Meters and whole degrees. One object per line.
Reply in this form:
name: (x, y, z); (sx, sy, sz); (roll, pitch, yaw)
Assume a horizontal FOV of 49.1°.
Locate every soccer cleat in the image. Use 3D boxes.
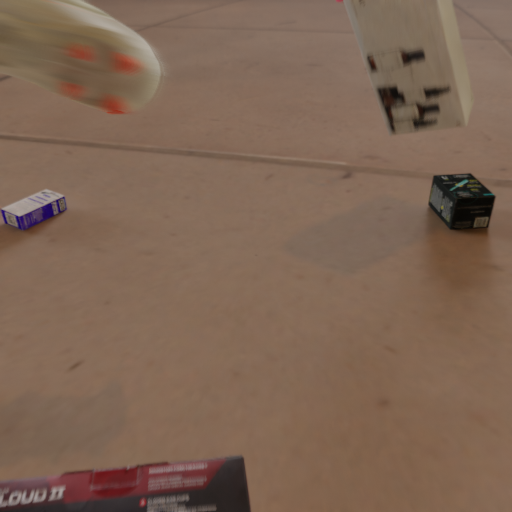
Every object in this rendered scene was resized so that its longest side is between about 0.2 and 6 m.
soccer cleat: (-2.153, -2.014, 4.781); (2.739, 0.949, 1.062); (21, 28, -20)

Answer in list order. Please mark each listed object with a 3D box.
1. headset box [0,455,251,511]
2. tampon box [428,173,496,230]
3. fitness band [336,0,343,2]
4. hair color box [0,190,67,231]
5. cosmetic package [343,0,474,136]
headset box: (-0.918, 2.524, 3.587); (1.981, 1.000, 2.666); (-4, 32, -7)
tampon box: (3.492, -0.942, 9.578); (0.714, 0.601, 0.953); (-4, 32, -6)
fitness band: (1.785, -4.828, 10.200); (0.720, 0.135, 0.517); (-21, 39, 13)
hair color box: (-3.810, -0.801, 9.645); (0.517, 0.306, 0.945); (19, 39, 29)
cosmetic package: (2.297, -3.415, 8.547); (1.353, 3.277, 0.830); (-2, 47, 33)
